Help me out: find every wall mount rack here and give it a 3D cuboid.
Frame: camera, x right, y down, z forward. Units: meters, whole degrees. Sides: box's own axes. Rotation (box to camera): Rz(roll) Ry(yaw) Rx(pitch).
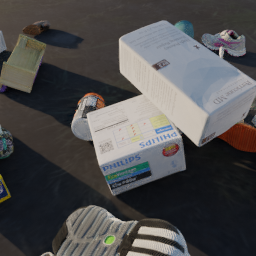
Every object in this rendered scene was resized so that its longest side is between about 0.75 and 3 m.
[{"bbox_3d":[3.234,-1.290,7.651,0.852,1.986,2.286,-38,21,-30],"label":"wall mount rack"}]

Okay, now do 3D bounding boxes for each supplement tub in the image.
[{"bbox_3d":[-1.049,-0.353,7.747,0.812,0.812,1.325,2,39,2],"label":"supplement tub"}]

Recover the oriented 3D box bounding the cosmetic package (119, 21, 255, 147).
[{"bbox_3d":[1.094,-1.054,5.805,1.379,1.005,2.713,-30,56,-22],"label":"cosmetic package"}]

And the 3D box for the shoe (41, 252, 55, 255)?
[{"bbox_3d":[-1.934,2.675,4.254,2.062,0.550,0.721,-30,48,-32],"label":"shoe"}]

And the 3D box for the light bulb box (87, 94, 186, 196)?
[{"bbox_3d":[0.147,0.292,6.441,1.782,1.122,1.798,-19,42,-2],"label":"light bulb box"}]

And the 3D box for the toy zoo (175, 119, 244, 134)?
[{"bbox_3d":[1.576,-0.647,7.678,2.764,0.283,1.814,-11,48,24],"label":"toy zoo"}]

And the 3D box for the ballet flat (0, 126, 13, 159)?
[{"bbox_3d":[-3.789,-0.067,7.399,2.338,0.841,0.841,29,47,31],"label":"ballet flat"}]

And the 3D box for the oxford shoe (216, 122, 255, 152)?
[{"bbox_3d":[2.793,-0.020,7.412,2.154,0.768,0.785,22,39,25],"label":"oxford shoe"}]

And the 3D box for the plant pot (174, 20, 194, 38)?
[{"bbox_3d":[2.464,-4.052,12.263,0.924,0.924,0.869,-2,53,-2],"label":"plant pot"}]

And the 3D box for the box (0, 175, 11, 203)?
[{"bbox_3d":[-3.471,0.910,6.317,0.726,0.666,2.071,-29,48,-30],"label":"box"}]

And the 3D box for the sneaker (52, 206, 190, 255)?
[{"bbox_3d":[-0.001,2.218,4.482,2.897,1.673,1.087,-10,34,51],"label":"sneaker"}]

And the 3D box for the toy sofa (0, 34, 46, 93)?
[{"bbox_3d":[-3.728,-2.195,10.006,1.035,1.220,2.499,17,35,-19],"label":"toy sofa"}]

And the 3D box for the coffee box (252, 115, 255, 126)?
[{"bbox_3d":[5.056,-0.233,5.381,2.963,2.996,2.991,6,37,-17],"label":"coffee box"}]

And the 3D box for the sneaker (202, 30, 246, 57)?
[{"bbox_3d":[4.089,-3.751,11.831,1.989,0.878,0.809,26,46,29],"label":"sneaker"}]

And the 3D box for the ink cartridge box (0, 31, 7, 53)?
[{"bbox_3d":[-6.221,-3.267,11.267,1.448,0.840,2.007,15,42,18],"label":"ink cartridge box"}]

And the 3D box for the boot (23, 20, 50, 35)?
[{"bbox_3d":[-4.464,-4.917,13.647,1.405,0.493,1.027,-15,35,-19],"label":"boot"}]
